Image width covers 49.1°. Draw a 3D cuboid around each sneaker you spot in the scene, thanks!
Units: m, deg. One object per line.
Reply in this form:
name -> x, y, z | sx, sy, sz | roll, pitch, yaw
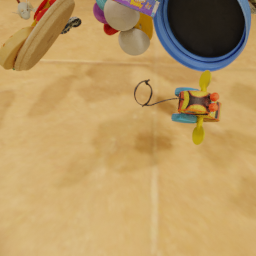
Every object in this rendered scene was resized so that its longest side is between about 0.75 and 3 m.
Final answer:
sneaker -> -1.685, -2.840, 7.699 | 0.806, 0.311, 0.344 | -23, 47, -11

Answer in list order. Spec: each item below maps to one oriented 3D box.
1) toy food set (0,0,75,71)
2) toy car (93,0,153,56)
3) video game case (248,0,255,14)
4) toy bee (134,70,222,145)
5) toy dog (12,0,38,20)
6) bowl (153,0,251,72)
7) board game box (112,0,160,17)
toy food set -> -2.024, -2.226, 6.484 | 0.553, 2.275, 2.252 | 36, 5, -15
toy car -> -0.145, -3.221, 7.727 | 1.641, 2.188, 1.915 | 8, 67, 26
video game case -> 2.570, -3.583, 7.324 | 2.945, 0.262, 2.108 | 28, 10, 42
toy bee -> 1.257, -0.338, 5.115 | 2.047, 1.340, 1.113 | -17, 16, -41
toy dog -> -3.649, -4.187, 9.728 | 0.864, 0.631, 1.310 | -49, 37, -14
bowl -> 1.547, -2.266, 6.025 | 2.205, 2.205, 0.433 | 29, 58, 27
board game box -> -0.171, -2.702, 5.654 | 1.423, 0.319, 0.957 | -1, 31, -47
